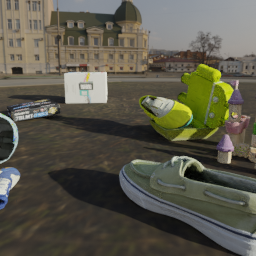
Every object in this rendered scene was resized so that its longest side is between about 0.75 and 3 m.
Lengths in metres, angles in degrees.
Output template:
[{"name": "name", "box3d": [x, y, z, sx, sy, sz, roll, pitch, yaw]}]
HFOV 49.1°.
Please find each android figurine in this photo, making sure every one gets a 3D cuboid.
[{"name": "android figurine", "box3d": [2.268, -0.815, 8.194, 0.438, 1.942, 2.134, -13, 36, -27]}]

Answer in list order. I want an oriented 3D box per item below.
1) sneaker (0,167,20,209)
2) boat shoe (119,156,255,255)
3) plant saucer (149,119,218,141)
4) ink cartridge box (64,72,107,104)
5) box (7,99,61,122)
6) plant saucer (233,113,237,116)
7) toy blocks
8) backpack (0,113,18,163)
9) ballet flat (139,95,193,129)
[{"name": "sneaker", "box3d": [-2.069, 1.062, 4.450, 0.551, 0.471, 1.251, 14, 23, 14]}, {"name": "boat shoe", "box3d": [0.899, 0.856, 4.209, 0.989, 0.852, 2.746, -11, 17, -41]}, {"name": "plant saucer", "box3d": [1.682, 0.040, 8.854, 1.696, 0.407, 1.699, -3, 13, -12]}, {"name": "ink cartridge box", "box3d": [-2.454, -2.443, 16.798, 2.378, 1.737, 1.745, -1, 14, -3]}, {"name": "box", "box3d": [-4.055, -0.791, 11.962, 1.916, 0.476, 1.902, -14, 17, -25]}, {"name": "plant saucer", "box3d": [3.407, -0.578, 11.576, 1.776, 0.430, 1.776, 1, 12, 7]}, {"name": "toy blocks", "box3d": [3.180, -0.131, 6.400, 2.023, 1.822, 2.165, 9, 16, 34]}, {"name": "backpack", "box3d": [-3.394, 0.156, 6.130, 1.878, 1.532, 1.444, 4, -2, -8]}, {"name": "ballet flat", "box3d": [0.997, -0.602, 8.806, 0.892, 0.889, 2.660, 40, -2, -21]}]
